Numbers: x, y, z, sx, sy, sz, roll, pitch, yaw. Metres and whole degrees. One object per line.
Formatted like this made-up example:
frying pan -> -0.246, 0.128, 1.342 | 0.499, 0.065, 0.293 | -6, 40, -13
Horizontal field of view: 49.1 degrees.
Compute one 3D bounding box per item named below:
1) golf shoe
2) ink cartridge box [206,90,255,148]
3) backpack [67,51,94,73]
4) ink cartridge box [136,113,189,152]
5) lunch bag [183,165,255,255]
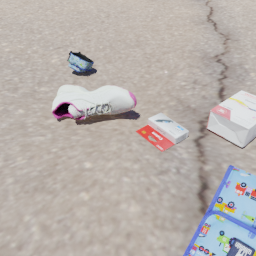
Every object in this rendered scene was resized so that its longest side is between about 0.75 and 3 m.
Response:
golf shoe -> -1.134, -0.682, 8.958 | 2.802, 1.055, 1.282 | 2, 42, 18
ink cartridge box -> 3.680, -0.437, 8.754 | 2.223, 0.750, 1.295 | -29, 46, -33
backpack -> -1.918, -2.644, 11.455 | 0.938, 0.689, 0.858 | 30, 22, 14
ink cartridge box -> 1.027, 0.093, 8.529 | 1.085, 0.275, 1.232 | -26, 46, -30
lunch bag -> 2.289, 2.182, 5.357 | 1.762, 1.101, 2.340 | 22, 61, 35
